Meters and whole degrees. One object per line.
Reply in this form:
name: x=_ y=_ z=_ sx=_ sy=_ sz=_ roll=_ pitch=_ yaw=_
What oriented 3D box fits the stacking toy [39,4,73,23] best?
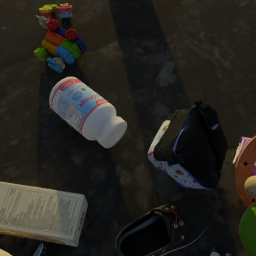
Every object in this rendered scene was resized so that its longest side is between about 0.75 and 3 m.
stacking toy: x=-2.946 y=-4.765 z=11.644 sx=1.300 sy=0.549 sz=1.176 roll=-7 pitch=32 yaw=-8

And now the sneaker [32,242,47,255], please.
sneaker: x=-2.263 y=3.114 z=6.625 sx=0.396 sy=0.345 sz=0.880 roll=17 pitch=59 yaw=14

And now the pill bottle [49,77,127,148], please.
pill bottle: x=-1.174 y=-0.445 z=8.325 sx=2.280 sy=1.240 sz=1.240 roll=37 pitch=65 yaw=21

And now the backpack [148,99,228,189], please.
backpack: x=1.613 y=0.657 z=7.321 sx=1.933 sy=1.563 sz=2.029 roll=45 pitch=61 yaw=-20

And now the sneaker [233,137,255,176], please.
sneaker: x=4.058 y=0.475 z=7.975 sx=2.491 sy=0.903 sz=1.420 roll=-35 pitch=61 yaw=-20

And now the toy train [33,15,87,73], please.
toy train: x=-2.903 y=-3.093 z=10.229 sx=2.552 sy=1.080 sz=1.476 roll=32 pitch=78 yaw=21

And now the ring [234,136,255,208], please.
ring: x=3.916 y=1.131 z=7.135 sx=2.475 sy=0.237 sz=2.475 roll=0 pitch=99 yaw=-2

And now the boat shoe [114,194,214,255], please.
boat shoe: x=0.973 y=2.397 z=6.768 sx=2.841 sy=0.890 sz=1.039 roll=-24 pitch=55 yaw=-17

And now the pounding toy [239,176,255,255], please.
pounding toy: x=3.440 y=2.230 z=6.071 sx=1.748 sy=1.051 sz=2.265 roll=-2 pitch=96 yaw=10

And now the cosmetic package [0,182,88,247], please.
cosmetic package: x=-2.229 y=2.138 z=6.961 sx=2.211 sy=0.786 sz=1.163 roll=9 pitch=58 yaw=6

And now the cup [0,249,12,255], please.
cup: x=-3.275 y=3.217 z=5.894 sx=1.290 sy=1.804 sz=1.804 roll=19 pitch=55 yaw=44

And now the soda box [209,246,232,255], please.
soda box: x=1.925 y=3.444 z=6.321 sx=0.430 sy=0.481 sz=1.359 roll=20 pitch=60 yaw=15
